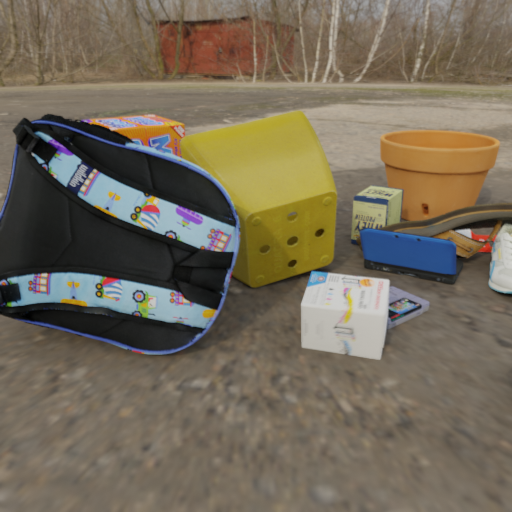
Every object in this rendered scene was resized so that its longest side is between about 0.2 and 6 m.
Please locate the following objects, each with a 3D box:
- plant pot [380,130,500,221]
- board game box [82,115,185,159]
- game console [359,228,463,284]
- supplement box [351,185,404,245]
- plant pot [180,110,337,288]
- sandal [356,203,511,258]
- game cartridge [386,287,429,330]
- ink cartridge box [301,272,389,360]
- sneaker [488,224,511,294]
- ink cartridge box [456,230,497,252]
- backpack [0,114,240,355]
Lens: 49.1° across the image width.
[{"bbox_3d":[3.832,-1.704,12.088,2.400,1.680,2.400,1,22,0],"label":"plant pot"},{"bbox_3d":[-2.830,-2.156,12.963,1.864,1.865,1.863,-13,25,-29],"label":"board game box"},{"bbox_3d":[2.579,-0.137,9.192,1.507,0.892,1.286,12,25,26],"label":"game console"},{"bbox_3d":[2.300,-0.746,10.626,0.647,0.964,0.963,12,25,29],"label":"supplement box"},{"bbox_3d":[0.205,-0.775,9.099,2.184,2.184,1.927,-17,43,-16],"label":"plant pot"},{"bbox_3d":[3.227,-0.299,9.533,2.949,0.805,1.205,-11,-7,2],"label":"sandal"},{"bbox_3d":[1.850,0.736,7.953,1.112,0.213,0.721,-16,23,-35],"label":"game cartridge"},{"bbox_3d":[1.128,0.730,7.034,1.007,0.729,0.742,6,35,15],"label":"ink cartridge box"},{"bbox_3d":[4.065,0.066,8.840,0.724,0.764,1.891,5,21,12],"label":"sneaker"},{"bbox_3d":[3.971,-0.396,10.652,1.286,0.304,1.029,5,22,17],"label":"ink cartridge box"},{"bbox_3d":[-1.639,-0.194,7.208,2.899,2.646,1.950,16,5,4],"label":"backpack"}]
